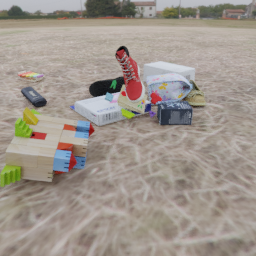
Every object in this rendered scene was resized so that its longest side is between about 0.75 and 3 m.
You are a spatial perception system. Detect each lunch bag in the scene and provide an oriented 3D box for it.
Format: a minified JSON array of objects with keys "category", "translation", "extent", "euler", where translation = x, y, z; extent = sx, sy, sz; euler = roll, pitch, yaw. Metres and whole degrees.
[{"category":"lunch bag","translation":[1.767,-1.719,12.155],"extent":[1.825,1.160,1.547],"euler":[-9,23,3]}]

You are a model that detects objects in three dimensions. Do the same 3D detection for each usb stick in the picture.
[{"category":"usb stick","translation":[-4.175,-1.395,12.351],"extent":[0.611,0.360,2.205],"euler":[-15,29,-30]}]

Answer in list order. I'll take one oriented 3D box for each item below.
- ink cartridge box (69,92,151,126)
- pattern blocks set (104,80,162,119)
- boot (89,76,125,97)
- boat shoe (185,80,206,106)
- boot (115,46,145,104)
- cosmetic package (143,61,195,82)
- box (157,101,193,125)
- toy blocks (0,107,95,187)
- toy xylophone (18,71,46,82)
[{"category":"ink cartridge box","translation":[-0.757,-0.944,11.189],"extent":[2.427,0.535,2.472],"euler":[-17,31,-33]},{"category":"pattern blocks set","translation":[0.182,-1.035,10.218],"extent":[1.945,0.158,1.709],"euler":[30,55,-3]},{"category":"boot","translation":[-0.632,-1.964,12.993],"extent":[2.135,0.803,1.596],"euler":[-8,15,8]},{"category":"boat shoe","translation":[2.915,-1.532,12.272],"extent":[0.774,0.667,2.121],"euler":[1,25,3]},{"category":"boot","translation":[-0.006,-1.763,9.041],"extent":[0.652,1.299,1.801],"euler":[-19,55,15]},{"category":"cosmetic package","translation":[2.090,-2.758,14.582],"extent":[1.372,0.986,2.431],"euler":[-20,30,-37]},{"category":"box","translation":[1.686,-0.553,10.215],"extent":[1.158,0.620,0.860],"euler":[-1,24,-2]},{"category":"toy blocks","translation":[-1.910,0.488,7.428],"extent":[1.937,1.416,2.834],"euler":[8,25,-8]},{"category":"toy xylophone","translation":[-5.291,-2.893,15.568],"extent":[1.500,0.377,1.098],"euler":[9,26,18]}]
